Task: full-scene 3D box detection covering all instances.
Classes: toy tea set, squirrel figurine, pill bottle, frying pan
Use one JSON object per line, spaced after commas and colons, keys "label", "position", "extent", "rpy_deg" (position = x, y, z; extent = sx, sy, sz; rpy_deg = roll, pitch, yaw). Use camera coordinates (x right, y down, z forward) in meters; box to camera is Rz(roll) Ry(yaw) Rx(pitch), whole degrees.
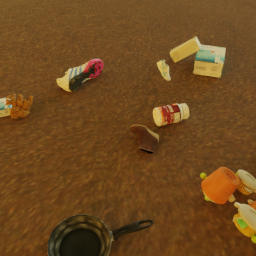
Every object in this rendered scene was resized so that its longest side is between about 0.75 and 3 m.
{"label": "toy tea set", "position": [2.907, 2.213, 7.107], "extent": [1.676, 1.043, 2.818], "rpy_deg": [20, 32, -23]}
{"label": "squirrel figurine", "position": [-4.125, -0.834, 10.468], "extent": [0.873, 0.662, 0.935], "rpy_deg": [16, 63, -30]}
{"label": "pill bottle", "position": [1.571, -0.510, 10.186], "extent": [1.185, 0.676, 0.676], "rpy_deg": [-13, 42, -14]}
{"label": "frying pan", "position": [-0.759, 2.561, 6.877], "extent": [2.463, 0.401, 1.490], "rpy_deg": [-26, 48, -29]}

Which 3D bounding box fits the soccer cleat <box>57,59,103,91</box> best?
{"label": "soccer cleat", "position": [-2.096, -2.455, 12.303], "extent": [1.057, 0.855, 2.449], "rpy_deg": [21, 45, 25]}

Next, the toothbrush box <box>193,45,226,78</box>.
{"label": "toothbrush box", "position": [3.853, -3.189, 13.229], "extent": [1.285, 0.748, 1.755], "rpy_deg": [13, 41, 14]}

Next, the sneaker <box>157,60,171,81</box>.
{"label": "sneaker", "position": [1.512, -2.308, 11.280], "extent": [0.361, 0.893, 0.342], "rpy_deg": [-24, 24, 23]}

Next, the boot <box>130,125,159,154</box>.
{"label": "boot", "position": [0.478, 0.362, 9.311], "extent": [1.089, 0.394, 0.906], "rpy_deg": [22, 41, 6]}

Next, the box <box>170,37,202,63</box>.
{"label": "box", "position": [2.759, -3.768, 13.487], "extent": [1.420, 0.583, 0.486], "rpy_deg": [-21, 27, 35]}

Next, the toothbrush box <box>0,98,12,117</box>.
{"label": "toothbrush box", "position": [-4.807, -0.797, 10.784], "extent": [0.580, 0.338, 0.792], "rpy_deg": [-12, 41, -14]}
